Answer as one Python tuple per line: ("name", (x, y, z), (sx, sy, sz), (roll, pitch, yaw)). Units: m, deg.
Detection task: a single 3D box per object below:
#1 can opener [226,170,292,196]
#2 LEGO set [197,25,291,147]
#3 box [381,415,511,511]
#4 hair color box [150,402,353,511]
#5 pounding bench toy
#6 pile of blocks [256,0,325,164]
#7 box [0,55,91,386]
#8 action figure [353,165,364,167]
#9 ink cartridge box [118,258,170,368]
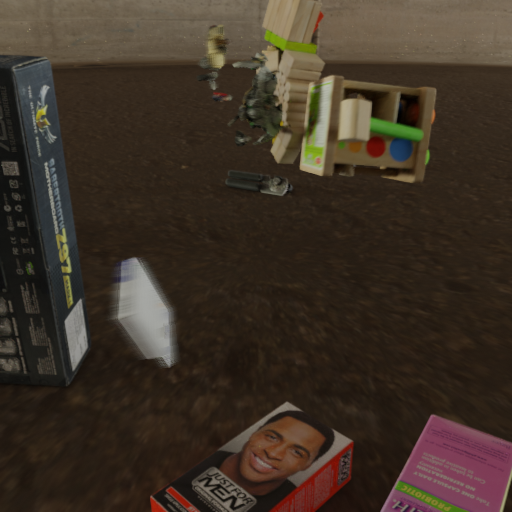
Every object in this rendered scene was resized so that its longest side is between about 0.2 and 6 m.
("can opener", (0.079, -1.780, 13.905), (1.672, 0.446, 0.559), (13, -5, 27))
("LEGO set", (-0.007, -2.659, 9.229), (0.737, 1.689, 2.601), (4, 5, 25))
("box", (1.312, 2.139, 4.058), (0.683, 1.243, 1.413), (15, 29, 28))
("hair color box", (0.014, 2.086, 5.049), (0.874, 0.528, 1.723), (21, 31, 40))
("pounding bench toy", (2.017, -2.032, 9.204), (1.945, 1.549, 2.494), (4, 12, -10))
("pile of blocks", (0.755, -3.393, 10.743), (0.990, 3.187, 1.308), (-5, 14, -33))
("box", (-3.656, -0.314, 6.406), (2.968, 3.764, 0.960), (1, 25, 4))
("action figure", (2.698, -2.766, 15.857), (0.958, 0.501, 0.927), (5, 33, 9))
("ink cartridge box", (-0.967, 0.510, 4.882), (0.159, 0.736, 0.723), (-18, 39, 4))
